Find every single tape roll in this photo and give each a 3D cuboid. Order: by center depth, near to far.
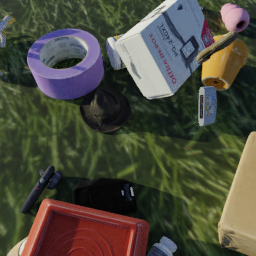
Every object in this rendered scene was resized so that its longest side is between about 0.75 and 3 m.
[{"bbox_3d":[-2.092,-2.232,9.638,2.435,1.035,2.435,-1,57,2],"label":"tape roll"}]

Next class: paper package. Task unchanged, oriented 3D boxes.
[{"bbox_3d":[3.869,1.766,6.549,2.706,1.469,2.839,12,56,32],"label":"paper package"}]

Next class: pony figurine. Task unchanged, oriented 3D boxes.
[{"bbox_3d":[-5.318,-3.166,9.734,2.371,2.045,2.456,21,68,-36],"label":"pony figurine"}]

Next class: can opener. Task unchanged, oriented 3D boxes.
[{"bbox_3d":[-2.411,1.671,7.630,0.579,0.467,1.472,27,62,15],"label":"can opener"}]

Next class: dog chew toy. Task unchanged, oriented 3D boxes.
[{"bbox_3d":[4.214,-4.488,11.250,0.908,0.908,1.459,-11,50,-7],"label":"dog chew toy"}]

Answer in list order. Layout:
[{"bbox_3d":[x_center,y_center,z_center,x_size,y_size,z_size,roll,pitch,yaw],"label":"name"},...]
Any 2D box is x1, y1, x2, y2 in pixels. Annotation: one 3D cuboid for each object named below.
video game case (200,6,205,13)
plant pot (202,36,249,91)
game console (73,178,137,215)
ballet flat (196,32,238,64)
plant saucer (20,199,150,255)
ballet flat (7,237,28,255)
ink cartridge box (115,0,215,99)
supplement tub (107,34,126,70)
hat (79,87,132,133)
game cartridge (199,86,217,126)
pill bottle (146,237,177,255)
[{"bbox_3d":[2.368,-4.825,11.816,1.495,0.191,1.351,19,60,11],"label":"video game case"},{"bbox_3d":[3.136,-2.086,9.476,1.501,1.501,1.375,18,75,11],"label":"plant pot"},{"bbox_3d":[-0.503,2.571,7.053,1.638,0.335,2.778,-4,57,-11],"label":"game console"},{"bbox_3d":[1.729,-1.631,5.598,0.365,1.084,0.251,-13,80,-27],"label":"ballet flat"},{"bbox_3d":[-1.027,2.979,6.035,2.762,0.508,2.767,12,51,2],"label":"plant saucer"},{"bbox_3d":[-1.897,2.758,6.765,2.320,0.780,0.790,-21,63,-12],"label":"ballet flat"},{"bbox_3d":[1.028,-2.083,7.038,0.965,1.682,2.316,0,41,51],"label":"ink cartridge box"},{"bbox_3d":[0.117,-2.809,10.009,1.559,1.128,1.128,-18,60,-11],"label":"supplement tub"},{"bbox_3d":[-0.760,-0.793,9.001,1.845,0.744,1.845,0,59,1],"label":"hat"},{"bbox_3d":[1.657,-0.462,5.808,0.526,0.789,0.164,-11,14,-40],"label":"game cartridge"},{"bbox_3d":[0.716,3.134,6.664,0.563,0.563,1.017,34,65,19],"label":"pill bottle"}]
